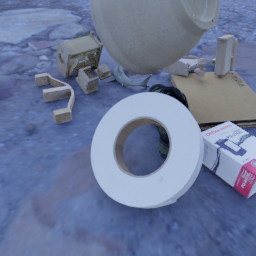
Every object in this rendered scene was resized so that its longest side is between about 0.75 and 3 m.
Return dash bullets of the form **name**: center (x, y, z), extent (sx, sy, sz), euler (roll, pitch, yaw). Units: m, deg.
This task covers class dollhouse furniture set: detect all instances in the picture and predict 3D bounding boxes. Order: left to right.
- **dollhouse furniture set**: center (-0.988, -2.147, 9.546), extent (2.208, 1.227, 1.952), euler (-26, 70, -29)
- **dollhouse furniture set**: center (2.267, -2.583, 9.502), extent (2.363, 1.154, 2.015), euler (16, 30, 32)

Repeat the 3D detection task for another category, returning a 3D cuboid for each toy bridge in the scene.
- **toy bridge**: center (-2.101, -1.028, 8.396), extent (0.863, 0.349, 2.566), euler (-15, 40, -22)

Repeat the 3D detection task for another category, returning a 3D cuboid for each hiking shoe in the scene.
- **hiking shoe**: center (1.076, -0.544, 6.939), extent (1.038, 1.380, 2.741), euler (-3, 39, -7)

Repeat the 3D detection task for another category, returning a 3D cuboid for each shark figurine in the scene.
- **shark figurine**: center (-0.088, -1.726, 9.037), extent (0.993, 0.694, 1.663), euler (-28, 44, -29)

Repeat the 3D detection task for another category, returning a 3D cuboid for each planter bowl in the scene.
- **planter bowl**: center (0.821, -2.734, 6.240), extent (1.878, 2.790, 2.790), euler (-3, 27, 46)

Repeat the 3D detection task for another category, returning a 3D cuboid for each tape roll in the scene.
- **tape roll**: center (0.326, 0.411, 5.466), extent (2.273, 0.415, 2.273), euler (-8, 70, 23)

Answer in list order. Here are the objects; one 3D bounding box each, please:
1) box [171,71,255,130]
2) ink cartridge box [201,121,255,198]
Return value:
- **box**: center (2.648, -0.921, 8.301), extent (2.234, 0.291, 2.733), euler (-4, 39, -5)
- **ink cartridge box**: center (2.342, 0.598, 6.030), extent (1.111, 0.647, 1.535), euler (-18, 41, -31)
